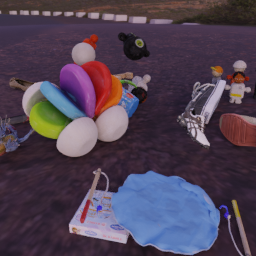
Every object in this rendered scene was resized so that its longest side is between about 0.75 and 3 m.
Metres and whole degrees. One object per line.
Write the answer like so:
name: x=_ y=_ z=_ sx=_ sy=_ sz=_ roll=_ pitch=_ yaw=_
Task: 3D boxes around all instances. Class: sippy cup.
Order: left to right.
sippy cup: x=-0.219 y=-0.828 z=8.973 sx=0.962 sy=1.313 sz=1.031 roll=31 pitch=27 yaw=15

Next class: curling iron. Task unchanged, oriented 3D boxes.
curling iron: x=-3.334 y=-0.346 z=9.042 sx=0.571 sy=0.294 sz=2.302 roll=22 pitch=32 yaw=39

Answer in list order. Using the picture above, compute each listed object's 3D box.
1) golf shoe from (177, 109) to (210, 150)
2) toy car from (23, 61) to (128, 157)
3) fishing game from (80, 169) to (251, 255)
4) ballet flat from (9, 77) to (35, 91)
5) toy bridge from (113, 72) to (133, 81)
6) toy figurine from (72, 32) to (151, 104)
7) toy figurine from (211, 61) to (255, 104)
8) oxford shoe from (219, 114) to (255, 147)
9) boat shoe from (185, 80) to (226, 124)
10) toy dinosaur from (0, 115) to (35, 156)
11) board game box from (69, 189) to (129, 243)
golf shoe: x=1.678 y=-0.017 z=6.771 sx=0.458 sy=0.557 sz=1.179 roll=31 pitch=22 yaw=-51
toy car: x=-1.246 y=-0.749 z=7.293 sx=2.670 sy=2.002 sz=2.336 roll=-24 pitch=58 yaw=-41
fishing game: x=0.641 y=1.458 z=4.996 sx=2.817 sy=0.438 sz=2.017 roll=11 pitch=26 yaw=0
ballet flat: x=-4.460 y=-1.915 z=12.238 sx=1.932 sy=0.448 sz=0.651 roll=14 pitch=28 yaw=27
toy bridge: x=-0.644 y=-2.314 z=13.301 sx=0.710 sy=0.287 sz=2.112 roll=14 pitch=28 yaw=33
toy figurine: x=-0.510 y=-1.911 z=9.622 sx=2.608 sy=2.568 sz=1.814 roll=-6 pitch=25 yaw=0
toy figurine: x=4.396 y=-1.906 z=11.181 sx=1.872 sy=1.323 sz=1.902 roll=-10 pitch=27 yaw=-21
oxford shoe: x=3.311 y=0.099 z=7.312 sx=0.819 sy=0.785 sz=2.218 roll=-6 pitch=20 yaw=-22
boat shoe: x=2.662 y=-1.051 z=9.710 sx=0.954 sy=1.031 sz=2.793 roll=24 pitch=41 yaw=16
toy dinosaur: x=-3.160 y=0.283 z=7.213 sx=1.677 sy=0.880 sz=1.522 roll=-55 pitch=11 yaw=-20
board game box: x=-0.393 y=1.545 z=5.050 sx=1.001 sy=0.206 sz=0.999 roll=6 pitch=26 yaw=13
